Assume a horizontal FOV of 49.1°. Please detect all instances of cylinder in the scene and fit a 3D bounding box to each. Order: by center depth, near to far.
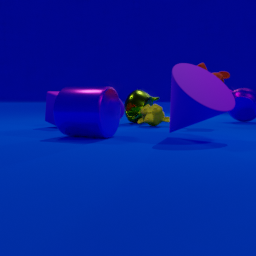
[{"bbox_3d":[-0.849,-0.347,6.026,1.073,1.073,1.073,3,6,22],"label":"cylinder"}]

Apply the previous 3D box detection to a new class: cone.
[{"bbox_3d":[1.176,-0.349,5.704,1.357,1.362,1.357,17,42,-16],"label":"cone"}]

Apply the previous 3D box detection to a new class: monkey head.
[{"bbox_3d":[2.260,-1.358,8.011,1.290,0.928,0.777,-32,-11,12],"label":"monkey head"},{"bbox_3d":[0.730,-0.286,8.411,1.111,0.669,0.799,-3,43,22],"label":"monkey head"}]

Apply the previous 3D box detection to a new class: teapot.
[{"bbox_3d":[0.473,-0.737,9.625,0.914,1.161,1.868,16,36,25],"label":"teapot"},{"bbox_3d":[4.280,-0.853,10.122,2.002,1.245,0.980,37,42,13],"label":"teapot"}]

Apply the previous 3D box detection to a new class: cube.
[{"bbox_3d":[-1.779,-0.548,8.180,0.888,0.888,0.888,20,18,38],"label":"cube"}]

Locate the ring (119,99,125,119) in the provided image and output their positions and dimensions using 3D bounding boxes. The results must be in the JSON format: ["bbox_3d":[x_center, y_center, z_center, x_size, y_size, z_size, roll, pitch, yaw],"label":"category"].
[{"bbox_3d":[-0.653,-0.655,8.750,1.142,1.142,0.228,2,44,23],"label":"ring"}]
